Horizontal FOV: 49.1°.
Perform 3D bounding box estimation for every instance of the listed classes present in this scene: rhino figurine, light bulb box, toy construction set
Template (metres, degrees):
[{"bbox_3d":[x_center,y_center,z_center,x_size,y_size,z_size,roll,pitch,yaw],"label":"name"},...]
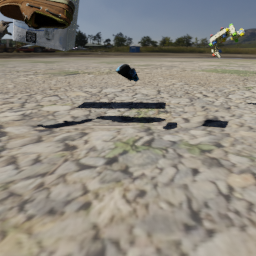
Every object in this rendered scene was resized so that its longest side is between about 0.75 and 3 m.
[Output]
[{"bbox_3d":[-3.812,-2.544,7.654,0.698,0.477,1.597,37,60,23],"label":"rhino figurine"},{"bbox_3d":[-2.833,-3.916,9.826,1.941,1.959,1.222,11,23,-1],"label":"light bulb box"},{"bbox_3d":[3.569,-3.253,10.357,0.893,1.363,0.628,12,44,-42],"label":"toy construction set"}]

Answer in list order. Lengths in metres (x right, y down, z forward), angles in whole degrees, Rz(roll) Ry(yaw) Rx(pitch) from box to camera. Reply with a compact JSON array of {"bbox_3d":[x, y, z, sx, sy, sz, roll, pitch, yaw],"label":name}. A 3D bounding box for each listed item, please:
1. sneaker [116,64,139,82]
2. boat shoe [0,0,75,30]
[{"bbox_3d":[0.021,-1.500,7.679,0.336,0.376,0.917,-39,-19,27],"label":"sneaker"},{"bbox_3d":[-2.618,-3.191,7.742,2.219,0.755,0.798,4,-20,10],"label":"boat shoe"}]
